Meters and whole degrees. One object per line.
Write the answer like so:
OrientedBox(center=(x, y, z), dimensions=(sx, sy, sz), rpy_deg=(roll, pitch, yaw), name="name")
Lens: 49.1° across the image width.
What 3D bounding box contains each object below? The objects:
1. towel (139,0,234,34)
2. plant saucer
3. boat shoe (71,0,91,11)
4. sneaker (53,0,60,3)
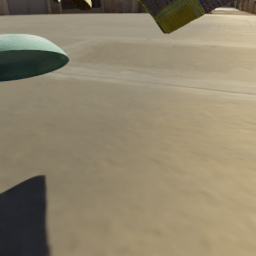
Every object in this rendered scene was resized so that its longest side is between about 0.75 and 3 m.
OrientedBox(center=(1.650, -3.291, 6.460), dimensions=(2.742, 1.969, 0.312), rpy_deg=(-19, 61, 24), name="towel")
OrientedBox(center=(-2.493, -1.447, 5.873), dimensions=(2.456, 0.441, 2.456), rpy_deg=(-11, 1, 0), name="plant saucer")
OrientedBox(center=(-1.656, -4.343, 8.736), dimensions=(0.646, 0.552, 1.763), rpy_deg=(-1, -8, 12), name="boat shoe")
OrientedBox(center=(-2.063, -3.895, 7.051), dimensions=(0.635, 1.403, 0.466), rpy_deg=(-50, 51, -2), name="sneaker")
